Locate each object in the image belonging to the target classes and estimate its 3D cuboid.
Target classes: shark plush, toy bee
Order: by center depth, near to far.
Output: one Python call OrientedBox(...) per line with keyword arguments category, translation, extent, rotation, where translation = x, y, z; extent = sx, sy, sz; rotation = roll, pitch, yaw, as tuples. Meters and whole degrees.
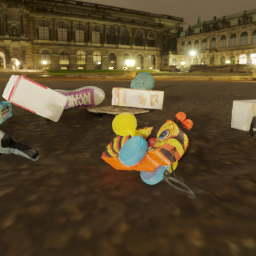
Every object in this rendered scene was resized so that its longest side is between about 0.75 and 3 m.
OrientedBox(category="toy bee", translation=(0.531, 0.333, 4.676), extent=(2.244, 1.220, 1.469), rotation=(21, -22, 39))
OrientedBox(category="shark plush", translation=(-3.145, 0.141, 6.476), extent=(2.793, 1.269, 1.163), rotation=(0, -20, 21))

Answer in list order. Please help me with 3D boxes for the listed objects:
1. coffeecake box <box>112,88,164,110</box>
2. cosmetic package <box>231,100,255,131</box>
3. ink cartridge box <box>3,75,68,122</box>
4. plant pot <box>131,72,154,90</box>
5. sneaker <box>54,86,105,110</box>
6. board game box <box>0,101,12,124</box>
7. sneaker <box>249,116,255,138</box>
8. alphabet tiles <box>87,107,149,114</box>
OrientedBox(category="coffeecake box", translation=(0.499, -1.425, 13.295), extent=(2.271, 0.830, 1.743), rotation=(5, 9, 5))
OrientedBox(category="cosmetic package", translation=(4.314, -0.461, 9.180), extent=(1.764, 0.913, 0.645), rotation=(-6, 14, -22))
OrientedBox(category="ink cartridge box", translation=(-3.645, -1.201, 10.793), extent=(1.847, 1.071, 2.502), rotation=(24, -1, -32))
OrientedBox(category="plant pot", translation=(1.063, -3.498, 22.334), extent=(1.672, 1.672, 1.638), rotation=(5, 21, 21))
OrientedBox(category="sneaker", translation=(-2.494, -1.235, 13.112), extent=(2.824, 1.024, 1.610), rotation=(-7, 20, -3))
OrientedBox(category="board game box", translation=(-5.939, -0.566, 10.308), extent=(2.730, 0.641, 2.061), rotation=(-2, 12, -11))
OrientedBox(category="sneaker", translation=(3.895, 0.119, 7.648), extent=(0.858, 0.563, 1.491), rotation=(10, 21, 6))
OrientedBox(category="alphabet tiles", translation=(-0.415, -0.794, 12.289), extent=(2.176, 0.083, 2.615), rotation=(8, 11, 29))
